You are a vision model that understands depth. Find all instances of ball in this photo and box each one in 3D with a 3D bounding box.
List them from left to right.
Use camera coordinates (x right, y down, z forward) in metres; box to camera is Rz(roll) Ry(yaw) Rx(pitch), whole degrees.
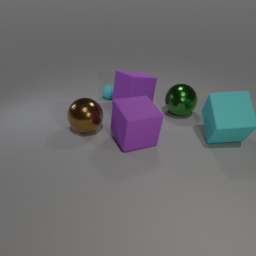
[{"bbox_3d":[-1.679,-0.496,11.034,1.400,1.400,1.400,0,30,0],"label":"ball"},{"bbox_3d":[-0.925,-1.786,13.935,0.700,0.700,0.700,0,30,0],"label":"ball"},{"bbox_3d":[2.319,-1.238,12.257,1.400,1.400,1.400,0,30,0],"label":"ball"}]

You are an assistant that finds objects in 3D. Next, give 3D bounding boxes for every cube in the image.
[{"bbox_3d":[0.279,-1.812,12.915,1.400,1.400,1.400,-5,23,-36],"label":"cube"},{"bbox_3d":[0.275,-0.193,10.278,1.400,1.400,1.400,-9,40,-22],"label":"cube"},{"bbox_3d":[3.587,-0.367,10.107,1.400,1.400,1.400,-4,66,0],"label":"cube"}]
